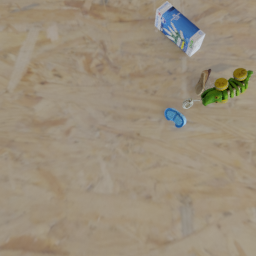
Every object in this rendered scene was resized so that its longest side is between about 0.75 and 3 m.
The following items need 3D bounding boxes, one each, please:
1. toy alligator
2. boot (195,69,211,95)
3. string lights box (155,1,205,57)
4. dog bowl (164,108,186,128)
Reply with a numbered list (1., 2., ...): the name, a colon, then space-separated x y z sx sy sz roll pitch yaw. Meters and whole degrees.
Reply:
1. toy alligator: 2.816 -1.035 8.434 2.395 0.794 0.575 -28 50 1
2. boot: 2.503 -1.513 9.209 0.300 0.828 0.689 26 31 26
3. string lights box: 1.744 -3.392 9.624 0.525 0.916 1.782 -42 77 -10
4. dog bowl: 1.486 -0.334 8.725 0.193 0.434 0.778 -20 51 -40
